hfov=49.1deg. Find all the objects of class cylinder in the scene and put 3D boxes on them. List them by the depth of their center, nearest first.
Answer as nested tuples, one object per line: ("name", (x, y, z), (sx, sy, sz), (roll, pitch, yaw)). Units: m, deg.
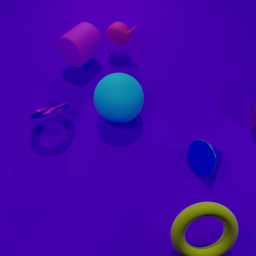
("cylinder", (-1.510, -2.647, 8.911), (1.049, 1.049, 1.049), (28, 56, 20))

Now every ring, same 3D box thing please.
("ring", (1.492, 2.042, 5.468), (1.323, 1.323, 0.265), (-4, 18, -3))
("ring", (-2.062, -0.436, 7.327), (1.261, 0.252, 1.261), (-17, 13, 4))

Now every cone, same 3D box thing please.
("cone", (2.095, 0.680, 6.952), (0.889, 0.885, 0.885), (-6, 49, -34))

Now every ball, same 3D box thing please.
("ball", (-0.246, -0.795, 7.499), (1.327, 1.327, 1.327), (0, 53, 0))

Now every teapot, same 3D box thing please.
("teapot", (-0.237, -3.156, 9.244), (1.323, 0.822, 0.648), (16, 76, 42))

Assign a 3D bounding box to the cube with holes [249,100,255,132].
("cube with holes", (3.991, -0.482, 7.510), (1.010, 1.010, 1.010), (17, 55, 13))
